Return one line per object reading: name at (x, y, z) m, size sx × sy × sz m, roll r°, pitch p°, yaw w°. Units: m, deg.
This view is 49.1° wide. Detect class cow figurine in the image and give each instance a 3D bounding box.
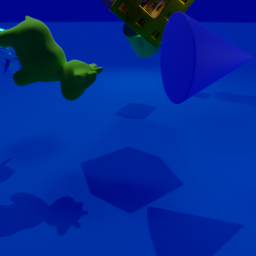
cow figurine at (-1.319, -1.211, 4.909) m, size 1.539 × 1.564 × 0.858 m, roll -11°, pitch 21°, yaw 19°

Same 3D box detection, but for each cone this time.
cone at (1.422, -1.131, 4.565) m, size 1.410 × 1.405 × 1.405 m, roll -4°, pitch 23°, yaw -12°

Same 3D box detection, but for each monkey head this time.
monkey head at (-2.679, -1.644, 6.072) m, size 0.851 × 1.016 × 1.413 m, roll 20°, pitch 18°, yaw 31°

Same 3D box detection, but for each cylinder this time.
cylinder at (0.522, -3.238, 9.814) m, size 1.109 × 1.109 × 1.109 m, roll -10°, pitch 62°, yaw 19°

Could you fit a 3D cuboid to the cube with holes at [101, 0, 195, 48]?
cube with holes at (0.380, -2.930, 6.235) m, size 1.360 × 1.360 × 1.360 m, roll 29°, pitch 22°, yaw -32°
